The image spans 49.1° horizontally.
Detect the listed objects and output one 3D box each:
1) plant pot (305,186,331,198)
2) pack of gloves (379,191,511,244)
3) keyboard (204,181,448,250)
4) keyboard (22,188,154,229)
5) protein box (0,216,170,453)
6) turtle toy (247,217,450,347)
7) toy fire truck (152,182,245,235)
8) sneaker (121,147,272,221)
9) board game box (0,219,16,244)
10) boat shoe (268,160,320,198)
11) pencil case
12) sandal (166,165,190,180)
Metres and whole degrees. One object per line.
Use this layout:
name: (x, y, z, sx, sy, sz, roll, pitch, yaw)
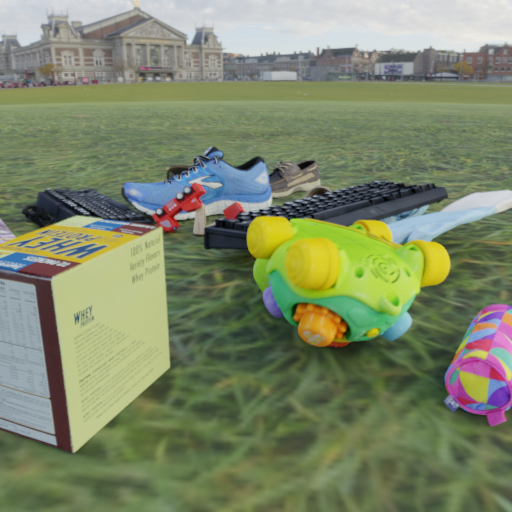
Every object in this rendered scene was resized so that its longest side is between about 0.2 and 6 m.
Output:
plant pot: (1.352, -1.074, 11.252, 0.640, 0.640, 0.586, 8, 9, 22)
pack of gloves: (2.270, -0.320, 9.183, 3.903, 0.770, 3.279, -17, 10, -36)
keyboard: (1.066, -0.760, 9.440, 4.109, 0.527, 2.467, -16, 11, -37)
keyboard: (-3.498, -0.911, 10.994, 1.921, 0.410, 3.200, -12, 22, -32)
protein box: (-1.591, 0.573, 4.936, 1.001, 1.484, 1.473, 8, 20, 22)
turtle toy: (0.765, 0.246, 6.204, 1.810, 1.255, 2.483, 0, 15, -25)
toy fire truck: (-1.037, -0.735, 9.941, 1.423, 1.003, 0.347, -36, -7, 9)
sneaker: (-1.170, -1.504, 11.211, 3.060, 1.364, 1.202, -8, 20, -22)
board game box: (-5.165, -0.251, 8.046, 2.886, 0.776, 4.808, -6, 20, -33)
boat shoe: (0.659, -1.876, 13.180, 2.122, 0.778, 0.790, -18, 26, -41)
pencil case: (2.206, 0.960, 5.261, 0.631, 0.631, 1.429, 11, 24, 29)
sandal: (-0.878, -1.624, 12.211, 2.116, 0.865, 0.578, 1, 36, -5)
